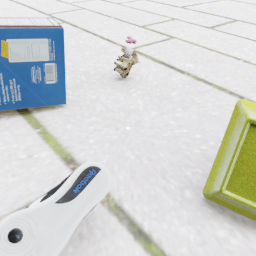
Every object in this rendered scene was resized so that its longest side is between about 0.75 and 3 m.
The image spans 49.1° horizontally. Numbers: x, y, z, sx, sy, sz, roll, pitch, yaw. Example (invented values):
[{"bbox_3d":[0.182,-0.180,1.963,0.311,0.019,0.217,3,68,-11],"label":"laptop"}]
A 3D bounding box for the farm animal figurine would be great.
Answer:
[{"bbox_3d":[0.042,-2.257,9.229,0.685,1.363,1.101,29,83,-1],"label":"farm animal figurine"}]

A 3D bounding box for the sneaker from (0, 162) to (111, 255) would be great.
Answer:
[{"bbox_3d":[-1.248,1.496,4.294,2.242,1.254,0.819,-36,83,-35],"label":"sneaker"}]

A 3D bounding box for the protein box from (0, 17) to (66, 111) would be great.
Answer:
[{"bbox_3d":[-3.013,-1.814,7.807,2.228,2.211,1.503,-9,32,-23],"label":"protein box"}]

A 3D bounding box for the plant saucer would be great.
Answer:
[{"bbox_3d":[2.464,0.707,4.686,2.002,1.999,0.479,22,8,26],"label":"plant saucer"}]
